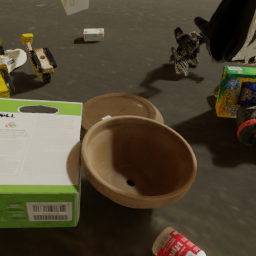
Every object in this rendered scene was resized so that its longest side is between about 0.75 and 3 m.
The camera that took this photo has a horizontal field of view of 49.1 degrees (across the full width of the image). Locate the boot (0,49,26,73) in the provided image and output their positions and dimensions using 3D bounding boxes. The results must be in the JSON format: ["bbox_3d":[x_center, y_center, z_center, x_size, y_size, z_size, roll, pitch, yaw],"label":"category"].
[{"bbox_3d":[-4.644,-2.261,9.966,0.928,0.747,2.055,6,31,25],"label":"boot"}]

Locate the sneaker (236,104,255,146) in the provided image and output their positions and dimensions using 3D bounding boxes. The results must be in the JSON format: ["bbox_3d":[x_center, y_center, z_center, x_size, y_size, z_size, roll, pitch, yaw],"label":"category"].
[{"bbox_3d":[3.817,-0.238,6.969,2.409,0.852,1.177,-3,49,-2],"label":"sneaker"}]

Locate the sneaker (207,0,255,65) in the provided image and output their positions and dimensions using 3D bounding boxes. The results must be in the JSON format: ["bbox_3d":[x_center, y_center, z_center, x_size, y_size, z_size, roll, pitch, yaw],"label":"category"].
[{"bbox_3d":[1.938,-1.166,4.138,1.672,2.906,1.097,-23,51,1],"label":"sneaker"}]

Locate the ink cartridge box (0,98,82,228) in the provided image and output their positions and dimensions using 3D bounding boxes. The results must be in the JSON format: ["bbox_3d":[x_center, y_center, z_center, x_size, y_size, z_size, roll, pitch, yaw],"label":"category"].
[{"bbox_3d":[-1.911,0.551,5.677,1.972,1.011,2.668,2,39,-8],"label":"ink cartridge box"}]

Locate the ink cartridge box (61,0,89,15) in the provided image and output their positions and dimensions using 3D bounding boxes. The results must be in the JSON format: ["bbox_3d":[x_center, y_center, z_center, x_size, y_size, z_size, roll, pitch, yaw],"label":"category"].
[{"bbox_3d":[-1.997,-5.008,9.108,0.844,1.470,2.024,-23,87,-12],"label":"ink cartridge box"}]

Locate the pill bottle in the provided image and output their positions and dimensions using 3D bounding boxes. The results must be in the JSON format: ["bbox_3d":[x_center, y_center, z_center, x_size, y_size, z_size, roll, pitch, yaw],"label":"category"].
[{"bbox_3d":[0.876,2.027,4.391,0.911,0.511,0.511,30,46,33],"label":"pill bottle"}]

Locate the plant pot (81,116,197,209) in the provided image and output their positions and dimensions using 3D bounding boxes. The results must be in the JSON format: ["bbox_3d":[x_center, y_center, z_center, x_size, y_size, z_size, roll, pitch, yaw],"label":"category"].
[{"bbox_3d":[0.136,0.786,5.469,2.165,0.999,2.165,9,39,-7],"label":"plant pot"}]

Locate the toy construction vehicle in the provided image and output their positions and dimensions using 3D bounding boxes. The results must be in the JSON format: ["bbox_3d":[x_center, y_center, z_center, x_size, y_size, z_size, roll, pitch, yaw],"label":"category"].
[{"bbox_3d":[-3.700,-2.053,9.168,2.283,0.923,2.622,-21,65,-30],"label":"toy construction vehicle"}]

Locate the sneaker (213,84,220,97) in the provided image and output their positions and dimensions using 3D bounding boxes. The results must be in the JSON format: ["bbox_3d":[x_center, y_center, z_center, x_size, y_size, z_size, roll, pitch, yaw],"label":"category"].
[{"bbox_3d":[3.645,-1.140,8.549,1.859,1.008,0.652,-23,35,21],"label":"sneaker"}]

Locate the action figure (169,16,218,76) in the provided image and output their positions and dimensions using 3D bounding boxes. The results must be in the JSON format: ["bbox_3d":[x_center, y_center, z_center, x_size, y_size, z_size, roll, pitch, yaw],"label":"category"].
[{"bbox_3d":[2.284,-2.641,9.736,1.739,1.493,2.926,-26,-5,10],"label":"action figure"}]

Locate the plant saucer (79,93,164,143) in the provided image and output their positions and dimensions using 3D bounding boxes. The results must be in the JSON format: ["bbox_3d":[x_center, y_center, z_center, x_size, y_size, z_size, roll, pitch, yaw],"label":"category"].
[{"bbox_3d":[-0.268,-0.268,7.541,2.491,0.367,2.491,0,38,0],"label":"plant saucer"}]

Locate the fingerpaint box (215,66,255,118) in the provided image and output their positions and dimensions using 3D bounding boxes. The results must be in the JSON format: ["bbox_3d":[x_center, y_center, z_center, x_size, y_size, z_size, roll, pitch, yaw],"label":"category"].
[{"bbox_3d":[3.307,-0.924,7.589,1.569,1.309,0.575,6,34,6],"label":"fingerpaint box"}]

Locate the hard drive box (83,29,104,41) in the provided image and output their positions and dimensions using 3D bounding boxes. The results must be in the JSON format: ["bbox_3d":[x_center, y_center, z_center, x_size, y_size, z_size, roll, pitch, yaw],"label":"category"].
[{"bbox_3d":[-1.546,-4.232,12.726,0.906,0.348,0.706,-3,37,-3],"label":"hard drive box"}]
